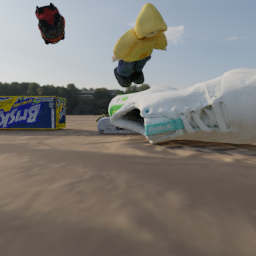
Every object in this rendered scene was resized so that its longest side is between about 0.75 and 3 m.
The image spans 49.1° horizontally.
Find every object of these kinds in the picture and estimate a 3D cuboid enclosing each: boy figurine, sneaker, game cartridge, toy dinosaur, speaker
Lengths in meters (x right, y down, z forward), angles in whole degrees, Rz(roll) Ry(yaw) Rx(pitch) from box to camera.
[{"bbox_3d":[0.451,-2.384,8.298,1.827,0.947,2.939,-14,-18,-22],"label":"boy figurine"},{"bbox_3d":[-2.320,-3.029,8.670,0.810,1.119,2.291,-18,41,-11],"label":"sneaker"},{"bbox_3d":[0.337,-0.083,6.855,2.142,0.438,1.426,0,-1,-5],"label":"game cartridge"},{"bbox_3d":[-0.705,-0.461,11.907,1.190,0.641,2.700,6,1,-44],"label":"toy dinosaur"},{"bbox_3d":[0.235,-0.580,8.959,1.165,1.165,2.633,-1,3,-22],"label":"speaker"},{"bbox_3d":[0.893,-0.143,4.207,1.316,1.119,2.975,-21,13,-35],"label":"sneaker"}]

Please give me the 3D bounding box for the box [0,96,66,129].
[{"bbox_3d":[-3.292,-0.430,7.983,2.884,0.927,1.010,0,3,4],"label":"box"}]
